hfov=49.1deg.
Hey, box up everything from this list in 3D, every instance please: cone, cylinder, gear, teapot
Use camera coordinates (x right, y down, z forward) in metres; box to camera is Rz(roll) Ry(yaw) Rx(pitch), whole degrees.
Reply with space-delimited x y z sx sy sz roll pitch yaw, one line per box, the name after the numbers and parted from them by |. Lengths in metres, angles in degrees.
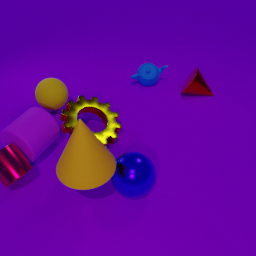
-0.928 0.340 5.833 1.329 1.334 1.329 0 40 0 | cone
-2.970 0.937 7.041 0.818 0.818 0.818 -41 96 -37 | cylinder
2.702 -1.473 10.293 1.111 1.107 1.107 31 43 -5 | cone
-1.100 -0.179 8.386 1.786 0.330 1.786 13 52 -17 | gear
0.817 -2.103 10.679 1.438 0.704 0.894 -16 79 0 | teapot
-2.730 0.191 7.866 1.163 1.163 1.163 18 44 19 | cylinder

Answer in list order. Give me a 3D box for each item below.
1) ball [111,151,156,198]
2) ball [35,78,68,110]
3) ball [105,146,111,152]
0.127 1.132 6.829 1.115 1.115 1.115 0 41 0 | ball
-2.515 -1.125 9.258 1.048 1.048 1.048 0 41 0 | ball
-0.889 0.893 7.128 1.068 1.068 1.068 0 41 0 | ball
